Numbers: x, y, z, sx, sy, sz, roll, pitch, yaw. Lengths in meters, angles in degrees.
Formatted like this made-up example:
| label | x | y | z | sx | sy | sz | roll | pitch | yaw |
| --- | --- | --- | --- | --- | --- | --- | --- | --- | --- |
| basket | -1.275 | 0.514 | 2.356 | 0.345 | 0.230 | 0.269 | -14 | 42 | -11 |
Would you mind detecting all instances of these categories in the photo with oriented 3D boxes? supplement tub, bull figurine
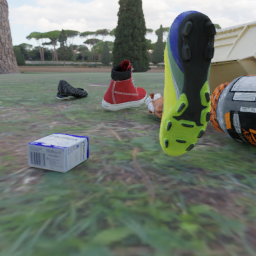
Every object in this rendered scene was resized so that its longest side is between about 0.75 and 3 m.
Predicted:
| label | x | y | z | sx | sy | sz | roll | pitch | yaw |
| --- | --- | --- | --- | --- | --- | --- | --- | --- | --- |
| supplement tub | 3.185 | -0.358 | 6.071 | 1.635 | 1.635 | 2.669 | -8 | 11 | -29 |
| bull figurine | 1.463 | -0.716 | 9.414 | 1.615 | 0.866 | 2.660 | -3 | 13 | 0 |

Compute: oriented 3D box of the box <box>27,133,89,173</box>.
| label | x | y | z | sx | sy | sz | roll | pitch | yaw |
| --- | --- | --- | --- | --- | --- | --- | --- | --- | --- |
| box | -1.327 | 0.450 | 5.453 | 0.826 | 0.471 | 0.898 | 6 | 14 | 21 |

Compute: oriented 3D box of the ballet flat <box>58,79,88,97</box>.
| label | x | y | z | sx | sy | sz | roll | pitch | yaw |
| --- | --- | --- | --- | --- | --- | --- | --- | --- | --- |
| ballet flat | -2.798 | -2.041 | 14.839 | 0.916 | 0.783 | 2.756 | 5 | 5 | 14 |

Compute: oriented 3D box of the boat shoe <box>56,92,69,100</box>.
| label | x | y | z | sx | sy | sz | roll | pitch | yaw |
| --- | --- | --- | --- | --- | --- | --- | --- | --- | --- |
| boat shoe | -3.430 | -1.678 | 14.629 | 0.407 | 0.340 | 1.092 | -8 | 17 | -37 |

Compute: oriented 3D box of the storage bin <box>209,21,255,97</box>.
| label | x | y | z | sx | sy | sz | roll | pitch | yaw |
| --- | --- | --- | --- | --- | --- | --- | --- | --- | --- |
| storage bin | 3.462 | -1.482 | 8.157 | 2.810 | 1.317 | 2.790 | 40 | -10 | -24 |

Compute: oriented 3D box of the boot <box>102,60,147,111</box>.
| label | x | y | z | sx | sy | sz | roll | pitch | yaw |
| --- | --- | --- | --- | --- | --- | --- | --- | --- | --- |
| boot | 0.125 | -1.889 | 11.720 | 0.974 | 1.940 | 2.689 | 30 | 29 | 26 |

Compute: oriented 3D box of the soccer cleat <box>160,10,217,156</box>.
| label | x | y | z | sx | sy | sz | roll | pitch | yaw |
| --- | --- | --- | --- | --- | --- | --- | --- | --- | --- |
| soccer cleat | 1.054 | -0.776 | 5.301 | 0.867 | 2.680 | 1.121 | 1 | 21 | -9 |
